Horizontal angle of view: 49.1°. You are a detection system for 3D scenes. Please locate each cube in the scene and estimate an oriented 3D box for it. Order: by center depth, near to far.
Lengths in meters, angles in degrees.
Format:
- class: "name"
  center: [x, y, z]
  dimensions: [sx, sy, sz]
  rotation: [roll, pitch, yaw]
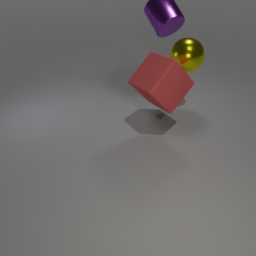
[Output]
- class: "cube"
  center: [1.162, -1.603, 9.877]
  dimensions: [1.400, 1.400, 1.400]
  rotation: [-53, 41, 0]

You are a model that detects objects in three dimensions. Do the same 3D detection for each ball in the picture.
- class: "ball"
  center: [2.386, -2.919, 11.296]
  dimensions: [1.400, 1.400, 1.400]
  rotation: [0, 31, 0]

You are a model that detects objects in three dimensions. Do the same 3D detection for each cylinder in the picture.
- class: "cylinder"
  center: [1.637, -5.091, 12.655]
  dimensions: [1.400, 1.400, 1.400]
  rotation: [-20, 76, -29]
